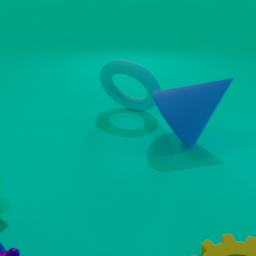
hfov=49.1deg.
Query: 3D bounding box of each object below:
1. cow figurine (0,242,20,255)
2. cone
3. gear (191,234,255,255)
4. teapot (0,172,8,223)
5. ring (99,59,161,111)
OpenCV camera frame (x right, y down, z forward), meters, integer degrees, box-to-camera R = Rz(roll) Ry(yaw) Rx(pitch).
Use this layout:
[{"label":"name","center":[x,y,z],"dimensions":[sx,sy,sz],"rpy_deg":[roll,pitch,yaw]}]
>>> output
[{"label":"cow figurine","center":[-2.065,1.690,3.688],"dimensions":[1.057,1.040,0.580],"rpy_deg":[46,16,8]},{"label":"cone","center":[1.647,-0.630,6.254],"dimensions":[1.590,1.584,1.584],"rpy_deg":[-36,22,18]},{"label":"gear","center":[1.404,1.920,3.412],"dimensions":[1.318,0.244,1.318],"rpy_deg":[-6,29,3]},{"label":"teapot","center":[-2.656,1.022,4.604],"dimensions":[1.710,0.837,1.063],"rpy_deg":[29,46,12]},{"label":"ring","center":[0.048,-1.153,7.827],"dimensions":[1.849,1.849,0.370],"rpy_deg":[14,60,24]}]
